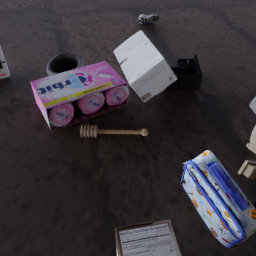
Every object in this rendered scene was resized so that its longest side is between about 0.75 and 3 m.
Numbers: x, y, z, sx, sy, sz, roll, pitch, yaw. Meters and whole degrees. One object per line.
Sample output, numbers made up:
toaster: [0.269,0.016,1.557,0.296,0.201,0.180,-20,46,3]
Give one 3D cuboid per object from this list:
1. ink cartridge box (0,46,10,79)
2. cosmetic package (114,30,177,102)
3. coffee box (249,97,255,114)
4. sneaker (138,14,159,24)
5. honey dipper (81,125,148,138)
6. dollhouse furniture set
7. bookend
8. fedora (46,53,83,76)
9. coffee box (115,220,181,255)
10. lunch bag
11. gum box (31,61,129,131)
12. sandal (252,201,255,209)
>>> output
ink cartridge box: [-4.811,-2.389,9.390,1.178,1.632,0.683,-20,51,-19]
cosmetic package: [0.476,-2.075,9.065,1.280,0.932,2.517,-36,37,11]
coffee box: [4.786,-0.999,8.158,2.058,1.177,0.820,-20,64,-19]
sneaker: [0.905,-5.000,13.020,0.988,0.371,0.570,11,49,26]
honey dipper: [-0.361,0.087,7.770,1.864,0.354,0.354,0,44,-2]
dollhouse furniture set: [3.952,-0.138,7.107,2.436,2.857,1.395,14,21,-33]
bookend: [1.741,-1.928,9.626,1.351,0.626,1.360,2,44,2]
fedora: [-2.136,-1.957,9.653,1.228,0.627,1.389,2,45,3]
coffee box: [0.475,2.851,4.178,0.967,1.387,2.426,-7,44,-8]
lunch bag: [1.668,1.307,5.313,0.653,1.384,1.727,-28,62,-12]
gum box: [-1.385,-1.071,8.546,2.635,0.871,1.495,-21,47,-20]
sandal: [3.384,1.662,6.111,1.681,0.379,0.631,-13,46,-13]
